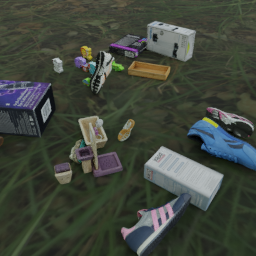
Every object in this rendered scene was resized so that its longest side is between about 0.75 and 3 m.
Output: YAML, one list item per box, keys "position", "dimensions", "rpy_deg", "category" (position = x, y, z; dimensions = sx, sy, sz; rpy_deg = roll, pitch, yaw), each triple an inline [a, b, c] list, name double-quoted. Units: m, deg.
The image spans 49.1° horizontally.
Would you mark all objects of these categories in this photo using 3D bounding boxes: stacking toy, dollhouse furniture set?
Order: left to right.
- position: [-1.483, 0.083, 8.745]
  dimensions: [2.000, 1.792, 2.524]
  rpy_deg: [-12, 40, -14]
  category: "dollhouse furniture set"
- position: [-1.963, -3.071, 13.608]
  dimensions: [2.874, 0.675, 2.167]
  rpy_deg: [28, 47, 30]
  category: "stacking toy"

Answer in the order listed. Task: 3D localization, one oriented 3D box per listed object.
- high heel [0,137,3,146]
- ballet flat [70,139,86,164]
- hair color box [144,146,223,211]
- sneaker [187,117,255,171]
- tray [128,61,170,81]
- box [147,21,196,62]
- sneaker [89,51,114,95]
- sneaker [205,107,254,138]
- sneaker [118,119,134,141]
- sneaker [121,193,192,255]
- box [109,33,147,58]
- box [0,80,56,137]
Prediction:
- position: [-5.184, 0.740, 8.680]
  dimensions: [1.198, 0.840, 2.491]
  rpy_deg: [22, 28, 10]
  category: "high heel"
- position: [-1.658, 0.804, 9.056]
  dimensions: [0.429, 0.386, 1.139]
  rpy_deg: [-18, 31, 13]
  category: "ballet flat"
- position: [1.555, 1.392, 8.062]
  dimensions: [1.998, 0.606, 0.989]
  rpy_deg: [25, 45, 27]
  category: "hair color box"
- position: [3.042, 0.695, 8.887]
  dimensions: [1.024, 0.861, 2.611]
  rpy_deg: [-40, 54, -14]
  category: "sneaker"
- position: [1.021, -2.752, 13.475]
  dimensions: [1.841, 0.341, 0.908]
  rpy_deg: [12, 41, 16]
  category: "tray"
- position: [2.238, -4.656, 14.947]
  dimensions: [2.516, 1.467, 0.756]
  rpy_deg: [27, 46, 28]
  category: "box"
- position: [-1.063, -2.264, 11.829]
  dimensions: [0.682, 1.851, 0.740]
  rpy_deg: [35, 25, 33]
  category: "sneaker"
- position: [3.681, -0.219, 10.165]
  dimensions: [1.822, 0.732, 0.787]
  rpy_deg: [32, 32, 28]
  category: "sneaker"
- position: [-0.066, 0.127, 9.918]
  dimensions: [0.342, 0.396, 0.904]
  rpy_deg: [35, 67, -1]
  category: "sneaker"
- position: [0.744, 2.171, 6.977]
  dimensions: [0.867, 0.741, 2.113]
  rpy_deg: [33, 48, 30]
  category: "sneaker"
- position: [0.214, -4.692, 15.845]
  dimensions: [1.629, 0.411, 2.279]
  rpy_deg: [21, 44, 23]
  category: "box"
- position: [-4.121, -0.751, 10.217]
  dimensions: [2.411, 1.257, 1.784]
  rpy_deg: [4, 39, 4]
  category: "box"
